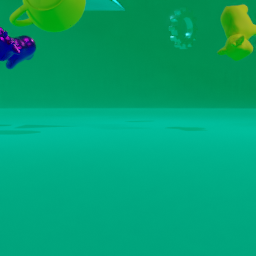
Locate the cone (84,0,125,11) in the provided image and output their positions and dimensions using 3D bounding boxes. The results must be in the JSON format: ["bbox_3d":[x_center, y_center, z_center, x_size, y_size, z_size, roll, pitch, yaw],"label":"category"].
[{"bbox_3d":[-0.809,-3.497,7.379,1.632,1.626,1.626,24,0,-10],"label":"cone"}]

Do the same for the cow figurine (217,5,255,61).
[{"bbox_3d":[2.598,-2.337,6.794,1.352,1.374,0.754,-20,-6,-38],"label":"cow figurine"}]

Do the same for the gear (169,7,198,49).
[{"bbox_3d":[2.053,-3.648,10.283,1.419,1.419,0.263,-4,13,-43],"label":"gear"}]

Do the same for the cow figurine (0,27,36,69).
[{"bbox_3d":[-3.107,-2.242,7.736,1.475,0.823,1.499,-27,11,49],"label":"cow figurine"}]

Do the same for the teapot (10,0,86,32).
[{"bbox_3d":[-1.465,-2.660,5.545,2.040,1.269,0.999,-36,-8,3],"label":"teapot"}]
